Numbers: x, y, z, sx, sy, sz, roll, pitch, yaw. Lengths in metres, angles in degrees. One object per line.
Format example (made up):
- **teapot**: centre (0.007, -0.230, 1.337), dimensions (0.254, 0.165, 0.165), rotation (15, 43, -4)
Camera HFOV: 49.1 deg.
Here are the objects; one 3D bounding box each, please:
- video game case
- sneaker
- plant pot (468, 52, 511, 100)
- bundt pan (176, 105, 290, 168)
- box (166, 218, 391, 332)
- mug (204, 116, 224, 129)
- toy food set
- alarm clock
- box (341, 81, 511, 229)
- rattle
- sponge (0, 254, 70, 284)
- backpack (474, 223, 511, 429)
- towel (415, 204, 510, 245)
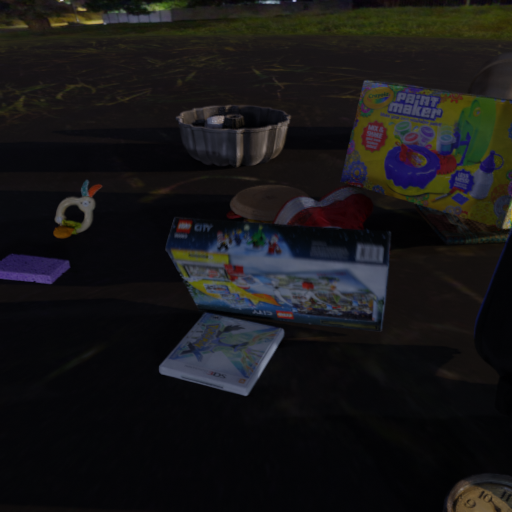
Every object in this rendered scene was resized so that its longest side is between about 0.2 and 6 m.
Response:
- **video game case**: centre (-0.366, 1.081, 6.421), dimensions (1.057, 0.128, 1.159), rotation (9, 29, 20)
- **sneaker**: centre (1.425, -0.295, 8.770), dimensions (2.468, 0.967, 1.426), rotation (-19, 54, -45)
- **plant pot**: centre (6.545, -3.942, 14.737), dimensions (2.204, 2.204, 1.912), rotation (14, 45, 27)
- **bundt pan**: centre (-0.541, -2.851, 13.428), dimensions (2.716, 1.019, 2.716), rotation (1, 27, 0)
- **box**: centre (0.309, 0.242, 6.464), dimensions (2.342, 1.599, 0.441), rotation (5, 61, 12)
- **mug**: centre (-0.878, -3.190, 13.943), dimensions (0.724, 0.610, 0.826), rotation (4, 6, -17)
- **toy food set**: centre (0.258, -0.895, 10.169), dimensions (1.565, 0.385, 1.581), rotation (-23, 35, -39)
- **alarm clock**: centre (1.921, 2.031, 4.166), dimensions (0.923, 0.456, 1.369), rotation (23, 36, 40)
- **box**: centre (3.379, -1.626, 8.964), dimensions (2.679, 1.697, 2.781), rotation (-3, 21, -44)
- **rattle**: centre (-2.973, -0.799, 9.238), dimensions (0.627, 0.963, 0.688), rotation (45, 10, 9)
- **sponge**: centre (-3.331, 0.187, 8.255), dimensions (0.974, 0.145, 0.543), rotation (5, 27, 11)
- **backpack**: centre (4.023, 0.180, 4.932), dimensions (3.429, 3.138, 2.520), rotation (9, 26, 4)
- **towel**: centre (4.123, -0.655, 9.822), dimensions (2.232, 0.242, 1.637), rotation (-2, 27, -5)
